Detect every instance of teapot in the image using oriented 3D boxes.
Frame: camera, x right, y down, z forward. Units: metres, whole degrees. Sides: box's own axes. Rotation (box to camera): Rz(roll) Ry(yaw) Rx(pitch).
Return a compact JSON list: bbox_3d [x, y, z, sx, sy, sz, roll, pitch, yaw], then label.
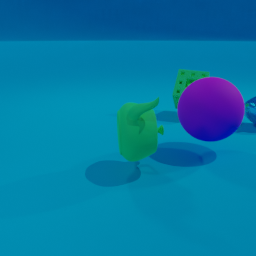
[{"bbox_3d":[3.422,-0.447,7.085,0.893,0.703,1.436,38,-1,36],"label":"teapot"},{"bbox_3d":[0.210,0.026,4.581,0.767,1.566,0.974,-4,55,-4],"label":"teapot"}]

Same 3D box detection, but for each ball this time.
[{"bbox_3d":[1.561,-0.350,5.335,1.223,1.223,1.223,0,19,0],"label":"ball"}]

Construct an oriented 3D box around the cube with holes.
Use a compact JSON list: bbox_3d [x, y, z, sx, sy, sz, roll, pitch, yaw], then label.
[{"bbox_3d":[1.782,-1.035,7.845,0.833,0.833,0.833,10,-18,19],"label":"cube with holes"}]
